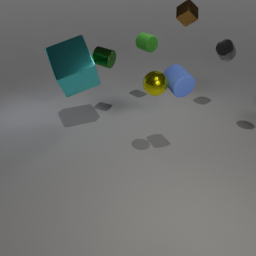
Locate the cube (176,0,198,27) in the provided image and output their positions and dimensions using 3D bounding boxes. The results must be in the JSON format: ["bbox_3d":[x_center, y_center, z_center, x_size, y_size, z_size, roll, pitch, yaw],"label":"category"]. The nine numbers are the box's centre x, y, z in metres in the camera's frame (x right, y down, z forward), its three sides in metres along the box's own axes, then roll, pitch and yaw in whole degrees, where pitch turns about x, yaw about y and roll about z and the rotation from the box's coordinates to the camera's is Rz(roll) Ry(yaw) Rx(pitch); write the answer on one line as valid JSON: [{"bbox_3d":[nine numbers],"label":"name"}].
[{"bbox_3d":[2.601,-5.043,12.292,0.700,0.700,0.700,-19,54,44],"label":"cube"}]

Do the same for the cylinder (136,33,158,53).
[{"bbox_3d":[0.803,-3.659,11.981,0.700,0.700,0.700,-22,39,-33],"label":"cylinder"}]

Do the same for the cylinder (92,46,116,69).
[{"bbox_3d":[-0.912,-2.724,10.797,0.700,0.700,0.700,20,34,16],"label":"cylinder"}]

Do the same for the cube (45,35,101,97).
[{"bbox_3d":[-1.956,-2.204,10.159,1.400,1.400,1.400,-22,72,-5],"label":"cube"}]

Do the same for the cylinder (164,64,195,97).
[{"bbox_3d":[1.436,-1.344,7.979,0.700,0.700,0.700,-12,44,-20],"label":"cylinder"}]

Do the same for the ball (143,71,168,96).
[{"bbox_3d":[0.755,-1.231,7.749,0.700,0.700,0.700,0,30,0],"label":"ball"}]

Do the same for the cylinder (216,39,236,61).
[{"bbox_3d":[3.964,-3.135,11.319,0.700,0.700,0.700,18,3,28],"label":"cylinder"}]
